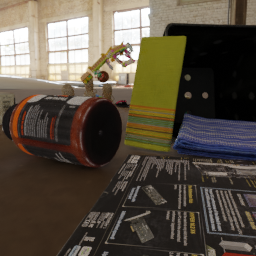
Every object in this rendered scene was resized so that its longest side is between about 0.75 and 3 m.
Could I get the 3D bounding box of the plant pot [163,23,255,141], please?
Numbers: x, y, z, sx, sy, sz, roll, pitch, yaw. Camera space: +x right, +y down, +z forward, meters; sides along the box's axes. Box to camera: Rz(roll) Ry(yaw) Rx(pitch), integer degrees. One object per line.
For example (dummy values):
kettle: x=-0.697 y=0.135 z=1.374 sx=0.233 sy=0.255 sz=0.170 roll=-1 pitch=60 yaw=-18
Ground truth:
plant pot: x=2.171 y=-1.111 z=8.171 sx=2.891 sy=2.884 sz=2.564 roll=-2 pitch=-2 yaw=-9

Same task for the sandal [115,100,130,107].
sandal: x=-0.384 y=-1.428 z=16.020 sx=0.641 sy=0.385 sz=1.708 roll=-5 pitch=11 yaw=-27

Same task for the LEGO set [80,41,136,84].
LEGO set: x=-0.295 y=-1.140 z=5.127 sx=1.186 sy=0.441 sz=0.545 roll=-40 pitch=-3 yaw=-17

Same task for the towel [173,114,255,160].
towel: x=2.217 y=0.110 z=6.598 sx=2.048 sy=0.337 sz=2.828 roll=6 pitch=17 yaw=14

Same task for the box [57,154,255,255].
box: x=0.740 y=0.874 z=2.271 sx=2.041 sy=0.644 sz=2.589 roll=2 pitch=10 yaw=10

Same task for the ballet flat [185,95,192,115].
ballet flat: x=2.139 y=-0.819 z=10.855 sx=1.049 sy=1.049 sz=2.871 roll=-2 pitch=16 yaw=-12

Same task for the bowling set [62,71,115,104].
bowling set: x=-0.992 y=-1.074 z=9.650 sx=2.227 sy=1.196 sz=1.550 roll=25 pitch=57 yaw=19

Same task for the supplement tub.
supplement tub: x=-1.406 y=-0.020 z=5.538 sx=2.412 sy=1.290 sz=1.290 roll=6 pitch=12 yaw=32

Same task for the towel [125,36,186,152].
towel: x=0.611 y=-0.775 z=6.247 sx=1.087 sy=2.525 sz=0.228 roll=9 pitch=0 yaw=26

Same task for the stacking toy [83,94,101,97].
stacking toy: x=-1.369 y=-1.210 z=13.837 sx=0.908 sy=0.908 sz=2.127 roll=-9 pitch=19 yaw=-40

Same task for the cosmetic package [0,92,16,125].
cosmetic package: x=-5.242 y=-0.755 z=10.172 sx=2.187 sy=1.130 sz=0.954 roll=6 pitch=10 yaw=21
